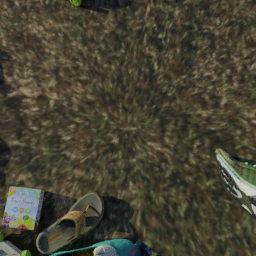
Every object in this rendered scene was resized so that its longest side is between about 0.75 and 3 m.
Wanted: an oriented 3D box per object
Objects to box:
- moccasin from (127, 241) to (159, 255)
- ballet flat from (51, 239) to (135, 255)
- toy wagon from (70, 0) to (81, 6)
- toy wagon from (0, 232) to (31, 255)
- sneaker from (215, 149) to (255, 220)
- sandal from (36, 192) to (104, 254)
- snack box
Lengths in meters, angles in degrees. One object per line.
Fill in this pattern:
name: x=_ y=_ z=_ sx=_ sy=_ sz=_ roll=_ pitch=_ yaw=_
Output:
moccasin: x=0.543 y=3.136 z=6.346 sx=0.812 sy=2.018 sz=0.688 roll=13 pitch=60 yaw=26
ballet flat: x=-0.982 y=3.302 z=6.821 sx=2.432 sy=0.856 sz=0.819 roll=-11 pitch=72 yaw=-4
toy wagon: x=-1.935 y=-5.062 z=9.224 sx=2.243 sy=0.444 sz=1.740 roll=24 pitch=76 yaw=6
toy wagon: x=-3.328 y=3.540 z=6.977 sx=1.802 sy=0.460 sz=2.323 roll=-10 pitch=75 yaw=-3
sneaker: x=3.152 y=1.314 z=6.688 sx=1.260 sy=1.093 sz=2.843 roll=-24 pitch=34 yaw=-6
sandal: x=-1.466 y=2.489 z=7.190 sx=2.066 sy=0.558 sz=0.830 roll=-36 pitch=78 yaw=-9
snack box: x=-2.757 y=2.109 z=7.400 sx=0.864 sy=0.347 sz=1.025 roll=5 pitch=73 yaw=2
